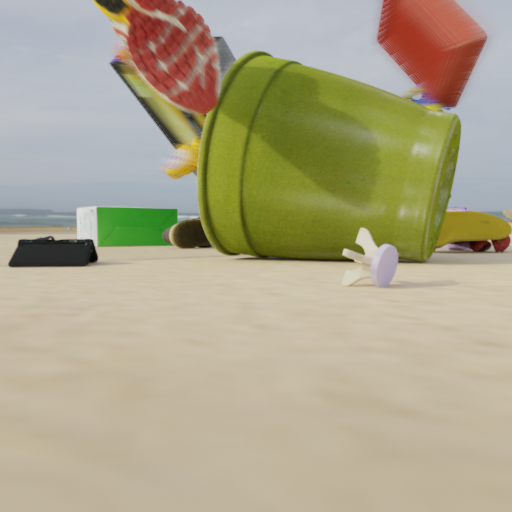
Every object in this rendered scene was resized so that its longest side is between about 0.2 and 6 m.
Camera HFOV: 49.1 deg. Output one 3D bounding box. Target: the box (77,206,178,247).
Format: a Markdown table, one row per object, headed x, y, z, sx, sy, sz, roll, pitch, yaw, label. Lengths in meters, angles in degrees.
| x | y | z | sx | sy | sz | roll | pitch | yaw | label |
| --- | --- | --- | --- | --- | --- | --- | --- | --- | --- |
| -3.918 | -0.914 | 16.920 | 2.476 | 1.197 | 2.185 | -2 | 3 | -32 | box |

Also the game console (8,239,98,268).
| x | y | z | sx | sy | sz | roll | pitch | yaw | label |
| --- | --- | --- | --- | --- | --- | --- | --- | --- | --- |
| -2.854 | 0.088 | 7.988 | 1.045 | 0.608 | 0.919 | 0 | -27 | -7 | game console |

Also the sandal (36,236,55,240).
| x | y | z | sx | sy | sz | roll | pitch | yaw | label |
| --- | --- | --- | --- | --- | --- | --- | --- | --- | --- |
| -4.715 | -0.266 | 12.379 | 0.648 | 0.365 | 1.704 | -1 | 3 | -22 | sandal |

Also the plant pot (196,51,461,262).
| x | y | z | sx | sy | sz | roll | pitch | yaw | label |
| --- | --- | --- | --- | --- | --- | --- | --- | --- | --- |
| 1.330 | -1.300 | 8.812 | 3.272 | 3.398 | 3.398 | 14 | 8 | 23 | plant pot |

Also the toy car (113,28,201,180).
| x | y | z | sx | sy | sz | roll | pitch | yaw | label |
| --- | --- | --- | --- | --- | --- | --- | --- | --- | --- |
| -1.901 | -2.914 | 9.690 | 1.089 | 3.272 | 1.605 | -23 | -24 | 33 | toy car |

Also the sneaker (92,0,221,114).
| x | y | z | sx | sy | sz | roll | pitch | yaw | label |
| --- | --- | --- | --- | --- | --- | --- | --- | --- | --- |
| -1.119 | -2.648 | 6.877 | 0.955 | 2.454 | 1.008 | -33 | -22 | 2 | sneaker |

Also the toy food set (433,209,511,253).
| x | y | z | sx | sy | sz | roll | pitch | yaw | label |
| --- | --- | --- | --- | --- | --- | --- | --- | --- | --- |
| 4.689 | -0.382 | 12.248 | 2.440 | 0.797 | 1.436 | -2 | 27 | -6 | toy food set |

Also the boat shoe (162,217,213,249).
| x | y | z | sx | sy | sz | roll | pitch | yaw | label |
| --- | --- | --- | --- | --- | --- | --- | --- | --- | --- |
| -1.313 | -0.672 | 14.977 | 2.610 | 0.932 | 0.858 | -9 | 13 | -42 | boat shoe |

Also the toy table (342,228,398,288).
| x | y | z | sx | sy | sz | roll | pitch | yaw | label |
| --- | --- | --- | --- | --- | --- | --- | --- | --- | --- |
| 1.011 | 0.058 | 4.994 | 0.349 | 0.548 | 0.597 | 18 | -13 | 28 | toy table |

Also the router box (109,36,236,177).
| x | y | z | sx | sy | sz | roll | pitch | yaw | label |
| --- | --- | --- | --- | --- | --- | --- | --- | --- | --- |
| -1.087 | -3.161 | 13.436 | 3.389 | 1.126 | 4.310 | 24 | -21 | 46 | router box |

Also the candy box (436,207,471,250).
| x | y | z | sx | sy | sz | roll | pitch | yaw | label |
| --- | --- | --- | --- | --- | --- | --- | --- | --- | --- |
| 4.483 | -0.714 | 14.088 | 1.649 | 0.703 | 1.965 | 2 | 16 | 16 | candy box |

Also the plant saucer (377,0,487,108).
| x | y | z | sx | sy | sz | roll | pitch | yaw | label |
| --- | --- | --- | --- | --- | --- | --- | --- | --- | --- |
| 2.308 | -3.063 | 7.879 | 0.327 | 1.780 | 1.776 | -35 | -16 | -3 | plant saucer |

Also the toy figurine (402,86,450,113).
| x | y | z | sx | sy | sz | roll | pitch | yaw | label |
| --- | --- | --- | --- | --- | --- | --- | --- | --- | --- |
| 3.833 | -3.177 | 11.936 | 1.986 | 1.190 | 1.048 | -31 | 2 | 40 | toy figurine |
